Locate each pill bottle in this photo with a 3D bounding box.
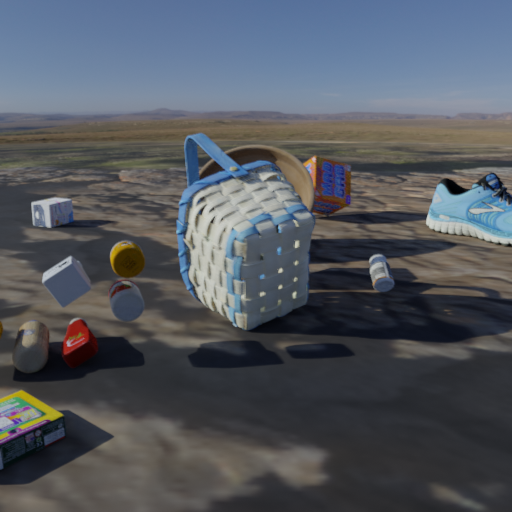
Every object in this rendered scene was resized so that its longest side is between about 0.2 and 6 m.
[{"bbox_3d":[2.118,0.290,9.508,0.347,0.347,0.597,-1,47,-2],"label":"pill bottle"}]

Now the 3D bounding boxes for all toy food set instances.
[{"bbox_3d":[-2.335,0.627,6.956,2.297,1.097,1.034,-35,22,-7],"label":"toy food set"}]

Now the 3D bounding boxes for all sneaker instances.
[{"bbox_3d":[5.544,-1.139,12.981,3.366,1.514,1.319,14,20,42],"label":"sneaker"}]

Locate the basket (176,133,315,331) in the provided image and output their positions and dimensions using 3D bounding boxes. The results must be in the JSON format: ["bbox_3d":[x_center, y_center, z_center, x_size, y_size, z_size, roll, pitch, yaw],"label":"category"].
[{"bbox_3d":[-0.350,-0.322,8.454,1.855,2.351,2.666,-24,44,-29],"label":"basket"}]

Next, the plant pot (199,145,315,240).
[{"bbox_3d":[-0.043,-1.009,12.019,2.609,2.609,1.204,2,-28,8],"label":"plant pot"}]

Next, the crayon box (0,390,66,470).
[{"bbox_3d":[-2.365,1.627,5.151,0.778,0.263,0.902,10,18,38],"label":"crayon box"}]

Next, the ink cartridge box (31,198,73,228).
[{"bbox_3d":[-5.362,-1.122,14.652,0.608,0.624,0.971,7,18,23],"label":"ink cartridge box"}]

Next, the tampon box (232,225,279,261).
[{"bbox_3d":[0.192,-0.408,9.841,1.182,0.746,0.886,52,18,18],"label":"tampon box"}]

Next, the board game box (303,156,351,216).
[{"bbox_3d":[1.788,-1.874,15.266,1.150,1.149,1.149,10,-16,-24],"label":"board game box"}]
